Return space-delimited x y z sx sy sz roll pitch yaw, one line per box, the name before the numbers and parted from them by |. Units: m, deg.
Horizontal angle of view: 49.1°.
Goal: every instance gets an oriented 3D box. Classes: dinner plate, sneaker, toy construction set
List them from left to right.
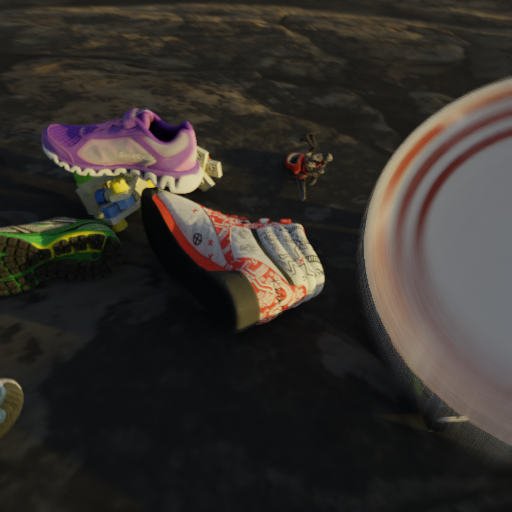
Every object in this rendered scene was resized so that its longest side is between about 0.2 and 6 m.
sneaker | -3.407 1.714 5.454 2.153 0.815 0.829 -22 43 -32
sneaker | -3.239 -0.055 8.223 2.421 0.945 1.031 -3 25 -20
sneaker | -1.898 -1.693 8.143 2.359 1.043 0.949 10 42 -5
toy construction set | -1.956 -1.420 9.758 1.834 1.289 2.797 1 22 36
sneaker | -0.389 -0.182 8.155 1.675 1.043 3.125 -19 41 -28
dinner plate | 2.348 -0.055 3.946 3.116 0.378 3.116 -6 63 11

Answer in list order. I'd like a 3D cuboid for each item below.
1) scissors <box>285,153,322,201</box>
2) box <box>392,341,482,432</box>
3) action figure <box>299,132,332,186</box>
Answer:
scissors | 0.809 -1.581 11.102 0.752 0.143 2.055 11 36 12
box | 2.813 1.083 6.682 2.197 0.522 2.122 -1 35 -3
action figure | 1.115 -1.840 10.576 0.494 0.968 0.575 -5 9 30
